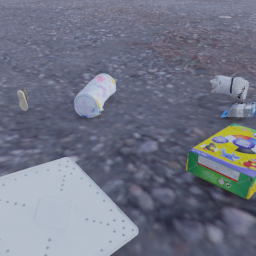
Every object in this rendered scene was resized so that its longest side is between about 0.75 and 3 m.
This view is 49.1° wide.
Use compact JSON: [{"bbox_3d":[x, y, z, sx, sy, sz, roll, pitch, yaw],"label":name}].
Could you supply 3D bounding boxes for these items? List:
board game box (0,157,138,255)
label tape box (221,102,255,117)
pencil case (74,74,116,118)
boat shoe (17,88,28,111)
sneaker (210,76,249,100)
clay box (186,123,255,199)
[{"bbox_3d":[-1.118,1.344,4.227,1.948,0.252,1.948,40,33,27],"label":"board game box"},{"bbox_3d":[3.240,-0.538,8.272,0.876,0.277,0.632,2,22,32],"label":"label tape box"},{"bbox_3d":[-0.993,-1.065,8.892,0.870,0.798,1.919,11,33,8],"label":"pencil case"},{"bbox_3d":[-3.193,-0.865,8.583,0.273,0.759,0.226,8,42,8],"label":"boat shoe"},{"bbox_3d":[3.257,-1.322,8.977,0.933,0.610,1.623,15,5,33],"label":"sneaker"},{"bbox_3d":[2.539,0.546,6.206,1.374,0.569,2.392,23,33,38],"label":"clay box"}]
